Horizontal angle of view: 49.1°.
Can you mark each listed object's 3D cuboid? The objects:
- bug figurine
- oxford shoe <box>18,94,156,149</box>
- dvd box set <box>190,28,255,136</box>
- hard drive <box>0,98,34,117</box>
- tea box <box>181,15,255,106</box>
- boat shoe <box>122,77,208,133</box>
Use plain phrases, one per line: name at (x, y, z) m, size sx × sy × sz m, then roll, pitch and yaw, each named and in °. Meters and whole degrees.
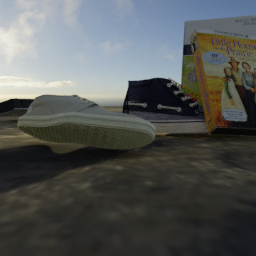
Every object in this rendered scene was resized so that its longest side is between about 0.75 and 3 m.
bug figurine at (1.357, -0.961, 7.309) m, size 1.019 × 0.338 × 1.314 m, roll 26°, pitch 13°, yaw -10°
oxford shoe at (-0.697, -0.155, 4.159) m, size 2.452 × 0.708 × 0.922 m, roll 4°, pitch -27°, yaw 35°
dvd box set at (2.232, -0.943, 5.619) m, size 1.695 × 2.316 × 0.341 m, roll 3°, pitch -26°, yaw -12°
hard drive at (-3.549, -0.787, 11.025) m, size 1.976 × 0.466 × 2.832 m, roll -7°, pitch -2°, yaw 44°
tea box at (3.281, -1.605, 8.402) m, size 2.972 × 2.924 × 1.986 m, roll 5°, pitch 4°, yaw 25°
boat shoe at (1.091, -0.479, 5.835) m, size 2.527 × 1.172 × 0.944 m, roll 0°, pitch -1°, yaw 4°
